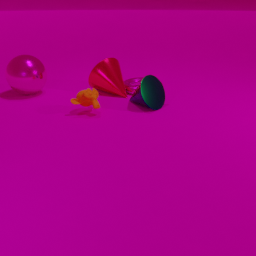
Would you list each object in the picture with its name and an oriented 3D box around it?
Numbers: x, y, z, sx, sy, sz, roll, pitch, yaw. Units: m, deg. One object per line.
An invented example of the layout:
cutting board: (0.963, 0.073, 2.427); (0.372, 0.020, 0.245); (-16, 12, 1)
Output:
ball: (-3.504, -1.835, 9.689); (1.365, 1.365, 1.365); (0, 25, 0)
cone: (-0.443, -1.499, 9.827); (1.371, 1.371, 1.376); (-21, 59, -38)
ring: (0.529, -1.550, 10.342); (1.559, 0.312, 1.559); (0, 25, 0)
cone: (0.412, -1.002, 8.913); (1.105, 1.100, 1.100); (-13, 9, 46)
monkey head: (-1.150, -0.791, 8.189); (0.604, 0.721, 1.002); (-32, -13, 35)
